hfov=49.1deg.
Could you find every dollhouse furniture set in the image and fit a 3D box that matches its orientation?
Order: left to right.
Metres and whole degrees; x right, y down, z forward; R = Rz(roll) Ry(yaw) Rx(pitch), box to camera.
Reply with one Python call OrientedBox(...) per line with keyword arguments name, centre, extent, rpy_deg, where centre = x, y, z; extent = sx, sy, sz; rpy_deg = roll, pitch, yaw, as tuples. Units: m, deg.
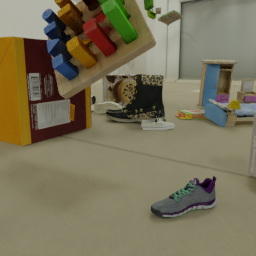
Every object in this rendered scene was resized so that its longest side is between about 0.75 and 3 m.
OrientedBox(name="dollhouse furniture set", centre=(1.259, -4.492, 10.516), extent=(1.598, 0.617, 0.799), rpy_deg=(7, -13, -38))
OrientedBox(name="dollhouse furniture set", centre=(4.259, -1.352, 10.287), extent=(2.807, 1.940, 2.974), rpy_deg=(-2, 20, -10))

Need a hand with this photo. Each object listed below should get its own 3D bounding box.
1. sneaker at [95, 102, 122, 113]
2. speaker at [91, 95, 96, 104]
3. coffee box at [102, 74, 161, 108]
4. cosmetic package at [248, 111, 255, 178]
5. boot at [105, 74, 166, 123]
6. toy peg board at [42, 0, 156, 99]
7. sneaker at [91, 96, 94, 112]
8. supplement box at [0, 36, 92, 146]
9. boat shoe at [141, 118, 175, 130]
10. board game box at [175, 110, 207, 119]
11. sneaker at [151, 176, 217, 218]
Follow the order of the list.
OrientedBox(name="sneaker", centre=(-0.697, -0.878, 11.778), extent=(1.541, 0.577, 0.651), rpy_deg=(11, 21, 41))
OrientedBox(name="speaker", centre=(-2.313, -1.520, 14.909), extent=(1.188, 0.482, 0.482), rpy_deg=(5, 13, 24))
OrientedBox(name="coffee box", centre=(0.225, -1.834, 13.744), extent=(2.817, 1.592, 1.125), rpy_deg=(1, 13, 6))
OrientedBox(name="cosmetic package", centre=(2.864, 0.499, 4.048), extent=(1.057, 1.251, 2.343), rpy_deg=(-2, 11, -13))
OrientedBox(name="boot", centre=(0.258, -1.050, 9.924), extent=(2.263, 1.709, 0.817), rpy_deg=(5, 14, 22))
OrientedBox(name="toy peg board", centre=(-0.941, -2.227, 5.837), extent=(2.267, 2.277, 1.114), rpy_deg=(-28, -31, 16))
OrientedBox(name="sneaker", centre=(-2.180, -0.993, 11.509), extent=(0.877, 0.940, 2.372), rpy_deg=(6, 15, 17))
OrientedBox(name="supplement box", centre=(-2.652, -1.192, 8.300), extent=(1.815, 2.696, 2.733), rpy_deg=(8, 15, 32))
OrientedBox(name="boat shoe", centre=(0.961, -0.144, 8.965), extent=(1.102, 0.362, 0.396), rpy_deg=(-1, 13, -5))
OrientedBox(name="board game box", centre=(2.915, -0.551, 11.096), extent=(1.987, 0.298, 0.949), rpy_deg=(-5, 11, -8))
OrientedBox(name="sneaker", centre=(0.784, 0.924, 3.927), extent=(1.040, 0.455, 0.387), rpy_deg=(-5, 14, -24))
